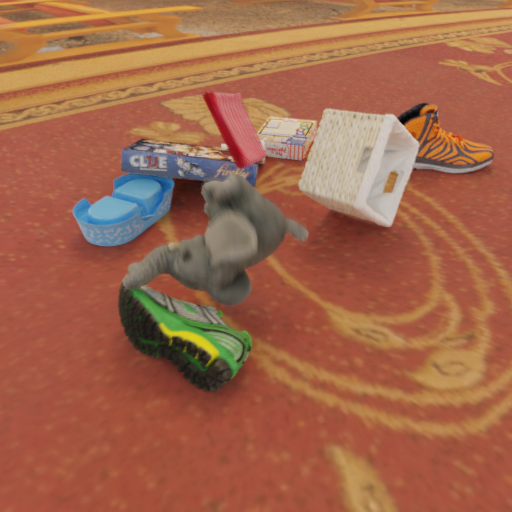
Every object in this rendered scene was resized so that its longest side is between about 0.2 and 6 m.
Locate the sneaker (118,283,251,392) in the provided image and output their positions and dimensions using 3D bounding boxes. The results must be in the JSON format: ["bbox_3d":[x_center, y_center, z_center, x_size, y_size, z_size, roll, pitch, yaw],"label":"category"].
[{"bbox_3d":[-1.244,1.179,9.163,2.624,1.024,1.118,30,37,24],"label":"sneaker"}]

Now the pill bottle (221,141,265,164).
[{"bbox_3d":[-0.358,-2.799,15.198,1.159,0.643,0.643,-2,34,-4],"label":"pill bottle"}]

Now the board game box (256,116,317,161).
[{"bbox_3d":[0.844,-3.463,16.328,1.534,0.469,2.025,10,35,14],"label":"board game box"}]

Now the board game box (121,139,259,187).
[{"bbox_3d":[-1.514,-2.341,13.850,3.148,0.545,2.133,6,19,-1],"label":"board game box"}]

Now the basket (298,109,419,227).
[{"bbox_3d":[2.241,-1.882,12.044,1.625,2.003,2.021,20,2,32],"label":"basket"}]

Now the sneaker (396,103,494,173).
[{"bbox_3d":[4.929,-3.137,14.808,2.907,1.629,1.128,0,34,0],"label":"sneaker"}]

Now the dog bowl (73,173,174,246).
[{"bbox_3d":[-2.911,-1.073,12.629,1.470,0.654,2.638,16,36,22],"label":"dog bowl"}]

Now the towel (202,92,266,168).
[{"bbox_3d":[-0.382,-2.797,12.224,0.261,1.679,2.322,-23,9,18],"label":"towel"}]

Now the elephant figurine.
[{"bbox_3d":[-0.636,-0.008,9.403,1.904,1.737,2.455,-10,41,39],"label":"elephant figurine"}]
